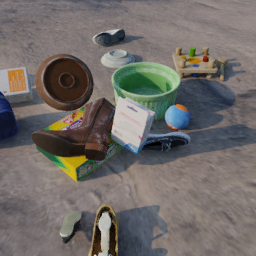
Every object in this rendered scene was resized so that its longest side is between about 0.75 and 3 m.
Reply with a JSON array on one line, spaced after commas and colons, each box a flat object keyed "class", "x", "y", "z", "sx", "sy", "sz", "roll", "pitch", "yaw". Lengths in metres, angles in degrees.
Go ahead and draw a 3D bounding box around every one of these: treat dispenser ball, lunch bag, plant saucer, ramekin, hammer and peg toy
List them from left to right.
[{"class": "lunch bag", "x": -5.219, "y": -0.309, "z": 9.934, "sx": 2.164, "sy": 1.470, "sz": 1.432, "roll": -23, "pitch": 56, "yaw": -28}, {"class": "plant saucer", "x": -2.127, "y": -1.611, "z": 9.690, "sx": 2.037, "sy": 2.037, "sz": 0.351, "roll": -21, "pitch": 5, "yaw": -23}, {"class": "plant saucer", "x": -0.547, "y": -3.830, "z": 15.150, "sx": 1.858, "sy": 0.466, "sz": 1.858, "roll": 0, "pitch": 40, "yaw": 0}, {"class": "ramekin", "x": 0.723, "y": -1.505, "z": 11.620, "sx": 2.762, "sy": 1.349, "sz": 2.762, "roll": 0, "pitch": 40, "yaw": 0}, {"class": "treat dispenser ball", "x": 1.893, "y": -0.422, "z": 10.672, "sx": 0.940, "sy": 0.940, "sz": 0.940, "roll": 0, "pitch": 40, "yaw": 0}, {"class": "hammer and peg toy", "x": 3.744, "y": -3.297, "z": 14.081, "sx": 2.791, "sy": 0.984, "sz": 2.053, "roll": 1, "pitch": 40, "yaw": 1}]

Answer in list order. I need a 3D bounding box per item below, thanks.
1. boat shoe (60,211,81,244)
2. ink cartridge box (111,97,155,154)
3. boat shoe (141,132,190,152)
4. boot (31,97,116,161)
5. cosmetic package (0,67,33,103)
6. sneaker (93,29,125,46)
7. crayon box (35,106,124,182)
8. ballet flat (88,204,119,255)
[{"class": "boat shoe", "x": -1.494, "y": 2.612, "z": 7.392, "sx": 0.424, "sy": 0.376, "sz": 1.134, "roll": 1, "pitch": 15, "yaw": 1}, {"class": "ink cartridge box", "x": 0.153, "y": -0.184, "z": 8.554, "sx": 1.055, "sy": 1.832, "sz": 0.621, "roll": 31, "pitch": 48, "yaw": 16}, {"class": "boat shoe", "x": 1.274, "y": 0.541, "z": 9.727, "sx": 1.774, "sy": 0.636, "sz": 0.601, "roll": 1, "pitch": 39, "yaw": 5}, {"class": "boot", "x": -1.594, "y": -0.196, "z": 9.272, "sx": 2.415, "sy": 0.832, "sz": 2.591, "roll": 15, "pitch": 43, "yaw": -5}, {"class": "cosmetic package", "x": -5.413, "y": -1.712, "z": 11.852, "sx": 2.439, "sy": 0.869, "sz": 1.237, "roll": -11, "pitch": 76, "yaw": -12}, {"class": "sneaker", "x": -1.239, "y": -5.519, "z": 17.095, "sx": 2.236, "sy": 0.833, "sz": 0.974, "roll": -24, "pitch": 32, "yaw": -34}, {"class": "crayon box", "x": -1.540, "y": 0.374, "z": 9.809, "sx": 2.225, "sy": 0.752, "sz": 2.579, "roll": 30, "pitch": 48, "yaw": 31}, {"class": "ballet flat", "x": -0.613, "y": 2.943, "z": 6.692, "sx": 0.842, "sy": 0.773, "sz": 2.454, "roll": -1, "pitch": 40, "yaw": -3}]
